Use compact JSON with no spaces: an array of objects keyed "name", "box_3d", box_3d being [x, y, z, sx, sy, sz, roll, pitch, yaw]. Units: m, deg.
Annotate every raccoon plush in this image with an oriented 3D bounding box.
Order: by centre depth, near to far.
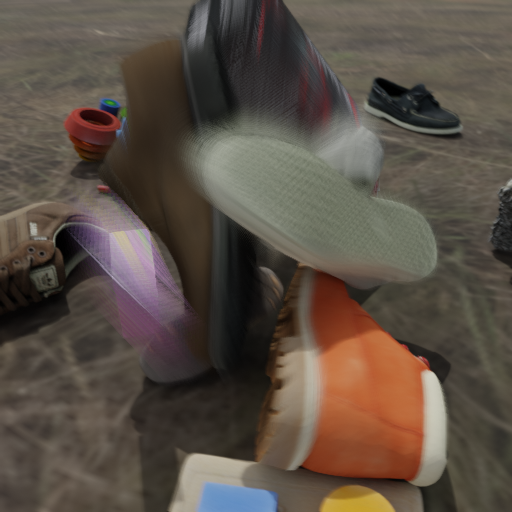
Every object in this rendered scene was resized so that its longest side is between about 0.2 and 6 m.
[{"name":"raccoon plush","box_3d":[4.583,-0.118,6.985,2.385,1.722,3.559,-9,31,1]}]

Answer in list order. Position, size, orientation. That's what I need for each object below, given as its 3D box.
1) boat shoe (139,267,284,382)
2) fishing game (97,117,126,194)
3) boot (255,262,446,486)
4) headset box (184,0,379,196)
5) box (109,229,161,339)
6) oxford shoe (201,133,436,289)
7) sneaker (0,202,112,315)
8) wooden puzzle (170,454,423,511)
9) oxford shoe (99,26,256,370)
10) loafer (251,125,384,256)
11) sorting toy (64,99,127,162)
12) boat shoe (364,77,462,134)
[{"name":"boat shoe","box_3d":[-0.462,0.801,6.181,1.761,0.656,0.646,-32,-6,-12]},{"name":"fishing game","box_3d":[-1.361,-2.661,10.608,2.804,0.609,3.915,9,59,20]},{"name":"boot","box_3d":[0.927,1.018,5.570,1.600,1.119,2.983,13,27,-1]},{"name":"headset box","box_3d":[0.463,-2.180,8.095,1.232,3.285,2.442,-29,37,25]},{"name":"box","box_3d":[-1.051,0.238,4.897,0.344,0.711,0.626,-8,41,-11]},{"name":"oxford shoe","box_3d":[0.634,-0.294,5.552,3.000,1.128,0.866,18,-24,-38]},{"name":"sneaker","box_3d":[-3.060,0.138,6.898,1.194,1.113,3.160,12,33,20]},{"name":"wooden puzzle","box_3d":[0.227,2.252,3.906,1.976,0.494,2.134,5,30,8]},{"name":"oxford shoe","box_3d":[-0.776,-0.517,5.658,1.430,3.388,1.231,-10,-14,6]},{"name":"loafer","box_3d":[0.452,-0.585,6.564,0.831,2.378,0.830,33,40,-24]},{"name":"sorting toy","box_3d":[-2.923,-2.527,11.831,2.434,0.999,1.463,-11,45,-40]},{"name":"boat shoe","box_3d":[3.809,-3.748,13.664,1.085,0.963,2.903,-15,33,-23]}]
